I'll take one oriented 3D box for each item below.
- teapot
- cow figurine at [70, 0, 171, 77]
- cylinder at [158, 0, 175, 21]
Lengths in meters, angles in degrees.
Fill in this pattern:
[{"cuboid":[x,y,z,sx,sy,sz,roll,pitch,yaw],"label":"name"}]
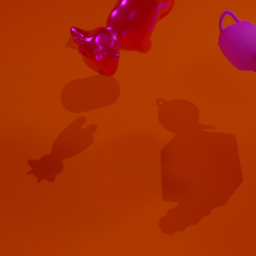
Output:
[{"cuboid":[2.415,-1.664,5.665,0.815,1.035,1.664,-39,92,13],"label":"teapot"},{"cuboid":[-0.080,-1.573,4.264,0.871,1.562,1.588,34,111,15],"label":"cow figurine"},{"cuboid":[0.303,-2.776,5.379,1.075,1.075,1.075,-8,62,15],"label":"cylinder"}]
